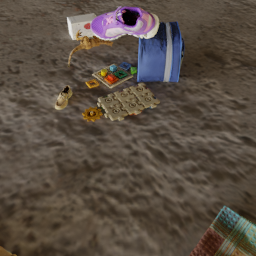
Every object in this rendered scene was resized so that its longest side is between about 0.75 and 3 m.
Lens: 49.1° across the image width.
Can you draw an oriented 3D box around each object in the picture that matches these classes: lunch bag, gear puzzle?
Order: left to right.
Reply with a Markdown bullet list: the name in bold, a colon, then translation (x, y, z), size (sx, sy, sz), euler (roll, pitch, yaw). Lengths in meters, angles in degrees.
- **gear puzzle**: translation (-0.292, -0.733, 9.935), size (2.711, 0.355, 1.404), euler (-22, 50, -17)
- **lunch bag**: translation (1.338, -3.100, 11.216), size (1.833, 1.882, 2.771), euler (3, 42, 2)

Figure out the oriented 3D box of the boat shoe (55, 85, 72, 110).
- **boat shoe**: translation (-2.388, -1.128, 10.264), size (0.411, 0.372, 1.154), euler (6, 44, 6)

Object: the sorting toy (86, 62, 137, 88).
- **sorting toy**: translation (-0.641, -2.211, 11.425), size (2.305, 0.314, 1.298), euler (-33, 53, -29)

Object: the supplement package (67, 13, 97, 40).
- **supplement package**: translation (-2.203, -5.075, 13.990), size (1.422, 0.862, 0.852), euler (-16, 46, -15)

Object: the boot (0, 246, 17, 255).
- **boot**: translation (-3.558, 2.932, 5.925), size (1.976, 0.653, 1.730), euler (23, 36, 20)

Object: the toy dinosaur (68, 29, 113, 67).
- **toy dinosaur**: translation (-1.924, -3.828, 12.769), size (2.631, 0.795, 1.397), euler (-27, 51, -25)

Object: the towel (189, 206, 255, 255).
- **towel**: translation (2.867, 3.184, 5.860), size (2.957, 0.321, 2.169), euler (31, 51, 28)

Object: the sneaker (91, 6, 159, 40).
- **sneaker**: translation (-0.255, -3.439, 9.005), size (2.377, 0.956, 1.051), euler (7, 3, 26)
